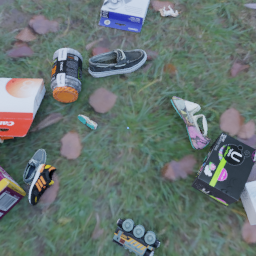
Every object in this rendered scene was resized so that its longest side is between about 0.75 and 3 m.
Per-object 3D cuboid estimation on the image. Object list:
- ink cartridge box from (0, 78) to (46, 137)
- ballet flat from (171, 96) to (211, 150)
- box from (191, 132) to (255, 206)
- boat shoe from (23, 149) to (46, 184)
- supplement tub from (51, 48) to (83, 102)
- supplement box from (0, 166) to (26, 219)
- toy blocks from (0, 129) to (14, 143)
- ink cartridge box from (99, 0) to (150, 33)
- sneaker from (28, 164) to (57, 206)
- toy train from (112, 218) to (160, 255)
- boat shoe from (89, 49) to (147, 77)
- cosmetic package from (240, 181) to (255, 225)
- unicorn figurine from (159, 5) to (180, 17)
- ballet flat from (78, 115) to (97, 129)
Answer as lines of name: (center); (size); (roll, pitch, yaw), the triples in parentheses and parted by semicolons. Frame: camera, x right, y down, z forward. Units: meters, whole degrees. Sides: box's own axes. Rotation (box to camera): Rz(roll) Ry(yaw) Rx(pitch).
ink cartridge box: (-4.571, -0.877, 10.415); (2.285, 0.706, 2.818); (2, 40, 1)
ballet flat: (2.437, -0.351, 10.509); (0.858, 0.834, 2.412); (-36, 58, 28)
box: (3.301, 1.425, 9.620); (1.429, 1.196, 1.924); (28, 68, 13)
boat shoe: (-3.362, 1.339, 10.081); (0.496, 0.421, 1.361); (17, 67, 7)
supplement tub: (-2.449, -2.092, 11.225); (1.198, 1.198, 1.956); (-2, 65, -1)
supplement box: (-4.910, 1.628, 9.247); (2.597, 1.700, 1.340); (39, 71, 17)
toy blocks: (-4.646, -0.060, 10.655); (1.506, 0.547, 1.255); (-11, 65, -5)
ink cartridge box: (-0.166, -5.580, 13.234); (2.078, 0.423, 2.082); (12, 66, 5)
sneaker: (-2.945, 1.978, 9.738); (0.662, 0.515, 1.471); (8, 64, 7)
toy train: (0.232, 3.552, 9.005); (1.522, 0.648, 0.867); (27, 81, 10)
boat shoe: (-0.401, -2.810, 11.701); (2.567, 0.910, 0.925); (-20, 67, -9)
cosmetic package: (4.608, 2.426, 9.383); (1.301, 0.802, 1.305); (-12, 67, -5)
unicorn figurine: (1.979, -5.508, 13.288); (0.928, 0.343, 0.637); (-19, 76, 7)
ballet flat: (-1.555, -0.246, 10.919); (0.873, 0.330, 0.279); (37, 41, 11)
